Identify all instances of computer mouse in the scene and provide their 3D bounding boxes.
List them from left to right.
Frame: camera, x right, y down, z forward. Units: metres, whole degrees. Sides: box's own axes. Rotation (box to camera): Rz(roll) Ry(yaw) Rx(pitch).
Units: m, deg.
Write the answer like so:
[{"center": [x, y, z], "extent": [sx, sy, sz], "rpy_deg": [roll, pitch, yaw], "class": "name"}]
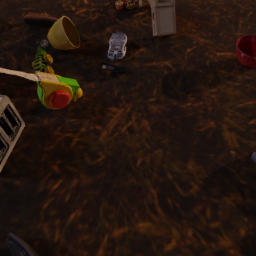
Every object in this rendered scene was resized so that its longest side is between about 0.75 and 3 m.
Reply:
[{"center": [-0.401, -2.834, 10.613], "extent": [1.023, 0.409, 1.865], "rpy_deg": [5, 61, 9], "class": "computer mouse"}]

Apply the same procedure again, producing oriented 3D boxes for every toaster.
[{"center": [-3.902, 0.076, 7.645], "extent": [1.172, 1.975, 1.786], "rpy_deg": [7, 54, 10], "class": "toaster"}]

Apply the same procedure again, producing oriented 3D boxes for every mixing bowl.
[{"center": [4.578, -2.733, 10.325], "extent": [1.324, 0.717, 1.324], "rpy_deg": [0, 56, 0], "class": "mixing bowl"}]

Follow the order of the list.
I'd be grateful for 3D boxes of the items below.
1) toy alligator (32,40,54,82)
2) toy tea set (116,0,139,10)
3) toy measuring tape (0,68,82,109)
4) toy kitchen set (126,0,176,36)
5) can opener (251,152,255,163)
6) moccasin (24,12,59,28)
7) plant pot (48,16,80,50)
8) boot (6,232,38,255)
[{"center": [-3.114, -2.424, 9.997], "extent": [0.710, 0.515, 2.142], "rpy_deg": [-23, 62, 19], "class": "toy alligator"}, {"center": [0.041, -5.846, 12.576], "extent": [0.880, 0.548, 1.480], "rpy_deg": [24, 59, 16], "class": "toy tea set"}, {"center": [-2.718, -1.132, 8.469], "extent": [2.973, 1.094, 1.094], "rpy_deg": [3, 46, -43], "class": "toy measuring tape"}, {"center": [0.768, -4.809, 11.730], "extent": [1.739, 1.922, 2.131], "rpy_deg": [-9, 16, -10], "class": "toy kitchen set"}, {"center": [4.435, 1.179, 7.871], "extent": [1.883, 0.502, 0.630], "rpy_deg": [36, 95, 21], "class": "can opener"}, {"center": [-3.571, -4.555, 11.732], "extent": [1.522, 0.557, 0.588], "rpy_deg": [8, 64, 17], "class": "moccasin"}, {"center": [-2.526, -3.498, 10.693], "extent": [0.866, 1.220, 1.220], "rpy_deg": [-18, 53, 18], "class": "plant pot"}, {"center": [-2.634, 3.603, 5.918], "extent": [1.934, 0.769, 2.222], "rpy_deg": [-36, 65, -23], "class": "boot"}]
